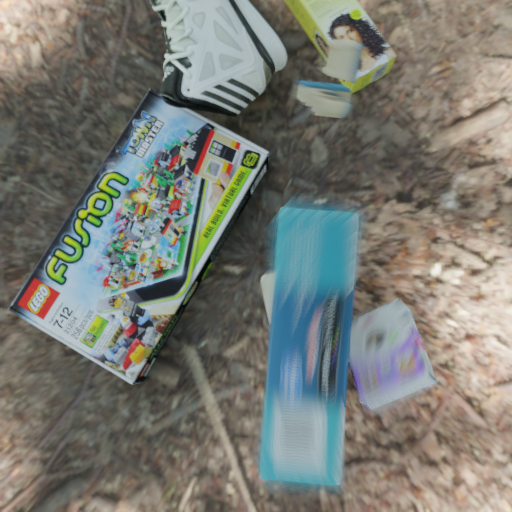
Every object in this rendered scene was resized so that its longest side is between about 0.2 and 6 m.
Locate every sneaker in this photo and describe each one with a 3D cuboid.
[{"bbox_3d":[-1.014,-3.227,7.850,3.144,1.186,1.809,42,76,-31],"label":"sneaker"}]

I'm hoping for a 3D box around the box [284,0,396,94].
[{"bbox_3d":[1.326,-3.930,9.423,0.869,0.578,2.308,-32,81,-6],"label":"box"}]

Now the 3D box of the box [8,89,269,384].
[{"bbox_3d":[-1.713,-0.333,8.700,2.214,0.699,4.024,29,81,5],"label":"box"}]

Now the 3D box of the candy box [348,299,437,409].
[{"bbox_3d":[1.587,1.192,6.871,0.886,0.378,1.056,-30,46,23],"label":"candy box"}]

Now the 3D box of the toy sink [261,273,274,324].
[{"bbox_3d":[0.749,0.603,8.512,1.227,0.687,0.800,-12,81,2],"label":"toy sink"}]

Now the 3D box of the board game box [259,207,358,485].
[{"bbox_3d":[0.574,0.857,6.519,0.751,3.201,2.416,5,88,4],"label":"board game box"}]

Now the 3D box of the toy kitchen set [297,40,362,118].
[{"bbox_3d":[1.061,-2.338,7.224,0.685,1.163,0.932,2,118,-13],"label":"toy kitchen set"}]
